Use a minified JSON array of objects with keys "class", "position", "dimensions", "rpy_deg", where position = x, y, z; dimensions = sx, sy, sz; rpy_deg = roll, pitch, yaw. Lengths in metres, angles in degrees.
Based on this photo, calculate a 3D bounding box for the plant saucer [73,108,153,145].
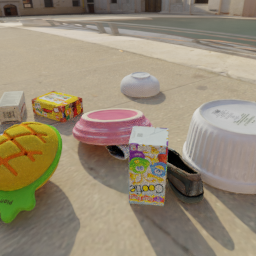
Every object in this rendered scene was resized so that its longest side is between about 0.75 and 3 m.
[{"class":"plant saucer","position":[-0.478,-0.142,8.947],"dimensions":[2.576,0.653,2.576],"rpy_deg":[-1,15,0]}]

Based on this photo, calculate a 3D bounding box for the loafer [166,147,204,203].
[{"class":"loafer","position":[1.169,0.891,7.358],"dimensions":[0.902,0.790,2.512],"rpy_deg":[-11,30,-21]}]

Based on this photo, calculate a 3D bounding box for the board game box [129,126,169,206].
[{"class":"board game box","position":[0.477,0.880,6.471],"dimensions":[0.837,1.625,0.852],"rpy_deg":[4,28,7]}]

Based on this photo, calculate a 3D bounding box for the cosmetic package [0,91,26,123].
[{"class":"cosmetic package","position":[-4.465,-0.839,10.809],"dimensions":[0.806,0.680,1.559],"rpy_deg":[-5,28,-9]}]

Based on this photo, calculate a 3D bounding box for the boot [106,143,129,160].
[{"class":"boot","position":[-0.385,0.411,8.417],"dimensions":[0.794,0.611,1.662],"rpy_deg":[-13,30,-44]}]

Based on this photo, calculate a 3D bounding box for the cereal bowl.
[{"class":"cereal bowl","position":[0.567,-2.142,13.203],"dimensions":[1.917,0.798,1.917],"rpy_deg":[-1,28,0]}]

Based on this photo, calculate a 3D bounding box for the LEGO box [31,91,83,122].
[{"class":"LEGO box","position":[-2.738,-0.874,10.937],"dimensions":[1.590,0.614,1.184],"rpy_deg":[16,32,28]}]

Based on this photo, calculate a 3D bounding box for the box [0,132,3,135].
[{"class":"box","position":[-4.256,0.677,7.748],"dimensions":[1.904,0.474,1.502],"rpy_deg":[10,44,19]}]

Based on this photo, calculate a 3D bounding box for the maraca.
[{"class":"maraca","position":[-2.599,0.939,6.745],"dimensions":[1.873,1.462,2.733],"rpy_deg":[-2,48,16]}]

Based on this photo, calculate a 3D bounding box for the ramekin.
[{"class":"ramekin","position":[3.004,0.307,7.707],"dimensions":[2.881,1.512,2.881],"rpy_deg":[0,28,0]}]
